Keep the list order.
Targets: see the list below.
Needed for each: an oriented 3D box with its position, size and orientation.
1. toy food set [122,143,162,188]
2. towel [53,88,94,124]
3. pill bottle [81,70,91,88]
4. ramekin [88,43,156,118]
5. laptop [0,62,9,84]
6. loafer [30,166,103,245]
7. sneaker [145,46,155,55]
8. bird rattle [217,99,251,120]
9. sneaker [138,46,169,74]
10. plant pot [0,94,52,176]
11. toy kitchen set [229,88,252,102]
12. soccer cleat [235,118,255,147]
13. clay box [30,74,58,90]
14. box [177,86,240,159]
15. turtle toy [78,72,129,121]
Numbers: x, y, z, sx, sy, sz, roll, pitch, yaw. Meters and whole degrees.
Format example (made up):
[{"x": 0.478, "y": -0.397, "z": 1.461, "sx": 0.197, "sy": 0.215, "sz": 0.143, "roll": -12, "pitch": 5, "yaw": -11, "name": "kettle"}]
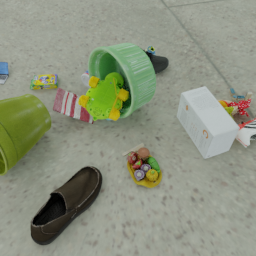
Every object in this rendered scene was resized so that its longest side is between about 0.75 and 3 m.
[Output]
[{"x": 0.509, "y": 1.215, "z": 9.874, "sx": 1.067, "sy": 0.592, "sz": 1.813, "roll": -20, "pitch": 54, "yaw": -15, "name": "toy food set"}, {"x": -2.129, "y": -0.895, "z": 11.318, "sx": 1.678, "sy": 0.191, "sz": 1.209, "roll": 20, "pitch": 47, "yaw": -23, "name": "towel"}, {"x": -1.425, "y": -2.485, "z": 12.731, "sx": 0.768, "sy": 0.768, "sz": 1.369, "roll": 26, "pitch": 56, "yaw": 20, "name": "pill bottle"}, {"x": -0.210, "y": -1.943, "z": 11.054, "sx": 1.393, "sy": 2.852, "sz": 2.852, "roll": -29, "pitch": 56, "yaw": -30, "name": "ramekin"}, {"x": -6.056, "y": -2.558, "z": 12.940, "sx": 0.872, "sy": 0.540, "sz": 0.931, "roll": 5, "pitch": 51, "yaw": 5, "name": "laptop"}, {"x": -1.841, "y": 2.255, "z": 8.743, "sx": 1.074, "sy": 1.049, "sz": 2.942, "roll": 27, "pitch": 56, "yaw": 20, "name": "loafer"}, {"x": 0.927, "y": -3.840, "z": 13.890, "sx": 1.009, "sy": 0.659, "sz": 0.401, "roll": 19, "pitch": 55, "yaw": 15, "name": "sneaker"}, {"x": 4.024, "y": -0.846, "z": 11.380, "sx": 1.812, "sy": 1.021, "sz": 1.477, "roll": -32, "pitch": 42, "yaw": -27, "name": "bird rattle"}, {"x": 0.539, "y": -3.202, "z": 13.099, "sx": 2.846, "sy": 1.128, "sz": 1.073, "roll": 0, "pitch": 50, "yaw": -2, "name": "sneaker"}, {"x": -4.120, "y": -0.019, "z": 9.940, "sx": 2.487, "sy": 2.487, "sz": 2.395, "roll": 30, "pitch": 45, "yaw": 22, "name": "plant pot"}, {"x": 4.879, "y": -1.513, "z": 12.160, "sx": 0.755, "sy": 0.445, "sz": 0.605, "roll": -1, "pitch": 51, "yaw": -1, "name": "toy kitchen set"}, {"x": 5.106, "y": -0.029, "z": 10.824, "sx": 2.312, "sy": 0.793, "sz": 0.985, "roll": -23, "pitch": 67, "yaw": -17, "name": "soccer cleat"}, {"x": -3.834, "y": -2.102, "z": 12.727, "sx": 1.232, "sy": 0.293, "sz": 0.708, "roll": -4, "pitch": 51, "yaw": -4, "name": "clay box"}, {"x": 2.894, "y": -0.234, "z": 10.512, "sx": 1.099, "sy": 1.402, "sz": 2.254, "roll": -16, "pitch": 53, "yaw": -13, "name": "box"}, {"x": -0.850, "y": -1.276, "z": 11.191, "sx": 1.689, "sy": 1.171, "sz": 2.317, "roll": 25, "pitch": 73, "yaw": 1, "name": "turtle toy"}]
